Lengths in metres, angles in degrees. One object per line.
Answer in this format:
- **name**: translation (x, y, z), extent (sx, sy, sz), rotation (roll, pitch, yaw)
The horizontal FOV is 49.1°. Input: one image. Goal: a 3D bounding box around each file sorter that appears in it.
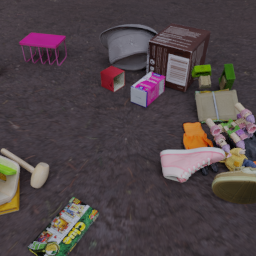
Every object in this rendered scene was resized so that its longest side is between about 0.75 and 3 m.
- **file sorter**: translation (-3.970, -3.728, 13.379), extent (1.767, 1.108, 1.228), rotation (8, 41, 8)

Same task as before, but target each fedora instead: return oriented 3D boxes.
- **fedora**: translation (0.091, -3.419, 12.572), extent (2.823, 2.497, 1.275), rotation (-3, 71, 16)

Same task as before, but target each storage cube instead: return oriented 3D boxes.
- **storage cube**: translation (-0.645, -2.069, 11.757), extent (0.749, 0.712, 0.833), rotation (28, 48, 30)

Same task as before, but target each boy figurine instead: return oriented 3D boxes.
- **boy figurine**: translation (3.139, 0.966, 8.076), extent (0.489, 0.944, 1.519), rotation (-19, 37, -31)

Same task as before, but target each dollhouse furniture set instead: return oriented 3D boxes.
- **dollhouse furniture set**: translation (3.321, -1.136, 10.822), extent (1.558, 1.194, 2.378), rotation (-4, 69, 5)

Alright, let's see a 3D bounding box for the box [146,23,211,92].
- **box**: translation (2.136, -3.065, 11.995), extent (1.872, 1.891, 2.279), rotation (21, 45, 23)

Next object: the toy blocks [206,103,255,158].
- **toy blocks**: translation (3.242, 0.230, 8.365), extent (1.283, 1.373, 1.156), rotation (-29, 43, 6)

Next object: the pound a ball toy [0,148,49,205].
- **pound a ball toy**: translation (-3.923, 1.266, 7.595), extent (2.942, 1.250, 1.918), rotation (17, 8, 20)

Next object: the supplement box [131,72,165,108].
- **supplement box**: translation (0.809, -1.547, 11.142), extent (0.731, 0.746, 1.444), rotation (23, 44, 26)

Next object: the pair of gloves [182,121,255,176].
- **pair of gloves**: translation (3.101, 0.570, 9.008), extent (2.660, 0.329, 2.370), rotation (2, 41, 1)

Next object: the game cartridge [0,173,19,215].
- **game cartridge**: translation (-3.657, 1.771, 7.681), extent (1.279, 0.235, 1.451), rotation (-11, 43, -13)

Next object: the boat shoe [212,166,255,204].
- **boat shoe**: translation (3.487, 1.420, 7.538), extent (2.657, 0.969, 0.836), rotation (0, 40, -5)

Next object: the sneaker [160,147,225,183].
- **sneaker**: translation (1.833, 1.096, 7.965), extent (1.817, 0.684, 0.950), rotation (-4, 61, 12)

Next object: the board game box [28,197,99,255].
- **board game box**: translation (-1.516, 2.486, 6.828), extent (0.865, 0.194, 1.651), rotation (25, 44, 18)
